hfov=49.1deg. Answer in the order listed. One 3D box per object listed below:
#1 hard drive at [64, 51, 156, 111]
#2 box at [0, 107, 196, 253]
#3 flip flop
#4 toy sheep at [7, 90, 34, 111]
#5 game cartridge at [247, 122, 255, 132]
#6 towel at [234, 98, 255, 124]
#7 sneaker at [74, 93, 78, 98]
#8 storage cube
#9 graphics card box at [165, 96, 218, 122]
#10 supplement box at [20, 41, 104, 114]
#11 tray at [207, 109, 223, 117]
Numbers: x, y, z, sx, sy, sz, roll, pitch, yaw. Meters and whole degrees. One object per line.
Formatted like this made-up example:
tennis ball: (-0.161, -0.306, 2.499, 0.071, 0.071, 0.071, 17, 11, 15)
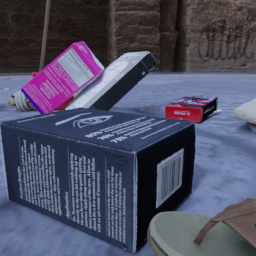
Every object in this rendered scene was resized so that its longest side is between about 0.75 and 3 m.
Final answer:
hard drive: (-0.605, -1.202, 8.273, 2.734, 0.517, 1.910, -43, 25, -8)
box: (-0.377, 0.426, 3.668, 2.065, 1.077, 1.528, 9, 16, 33)
flip flop: (1.298, 0.954, 2.415, 2.246, 0.647, 0.911, 4, 14, 16)
toy sheep: (-3.798, -1.025, 10.287, 1.259, 0.868, 0.868, -6, 14, 1)
game cartridge: (3.567, -0.022, 7.572, 0.547, 0.162, 0.845, -1, 13, 12)
towel: (4.090, -0.364, 7.707, 1.669, 0.434, 2.519, 24, 27, 34)
sneaker: (-2.738, -1.318, 12.570, 1.040, 0.392, 0.397, -14, 24, -14)
storage cube: (-2.929, -1.473, 10.922, 1.452, 1.381, 1.615, -3, 14, -17)
graphics card box: (2.129, -0.666, 9.231, 1.176, 0.477, 1.874, 7, 18, 33)
supplement box: (-1.955, -1.499, 8.563, 2.218, 1.146, 1.122, -34, 13, 14)
tray: (2.822, -0.528, 9.650, 0.905, 0.100, 0.486, -16, 19, -38)
